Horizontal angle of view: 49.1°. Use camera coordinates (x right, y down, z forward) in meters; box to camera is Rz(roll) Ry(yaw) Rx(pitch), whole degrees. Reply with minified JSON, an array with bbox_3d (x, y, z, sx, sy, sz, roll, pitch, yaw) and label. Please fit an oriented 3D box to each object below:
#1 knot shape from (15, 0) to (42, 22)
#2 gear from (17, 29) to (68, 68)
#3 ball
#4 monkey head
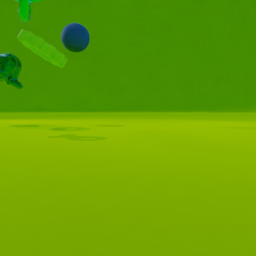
[{"bbox_3d":[-2.026,-2.629,5.423,1.166,1.091,0.539,27,38,28],"label":"knot shape"},{"bbox_3d":[-2.225,-2.050,7.326,1.318,0.244,1.318,30,-4,2],"label":"gear"},{"bbox_3d":[-1.695,-2.915,9.063,0.905,0.905,0.905,0,3,0],"label":"ball"},{"bbox_3d":[-3.665,-1.812,8.893,1.086,0.909,1.509,33,-12,-18],"label":"monkey head"}]
